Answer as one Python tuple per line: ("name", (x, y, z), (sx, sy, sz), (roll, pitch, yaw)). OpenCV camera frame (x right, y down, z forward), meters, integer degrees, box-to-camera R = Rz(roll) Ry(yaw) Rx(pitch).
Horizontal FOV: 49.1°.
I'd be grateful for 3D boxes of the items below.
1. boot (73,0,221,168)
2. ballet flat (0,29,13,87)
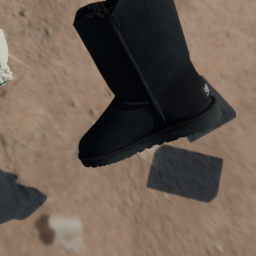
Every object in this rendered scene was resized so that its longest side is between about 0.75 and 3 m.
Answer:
("boot", (-0.158, -0.621, 3.799), (2.332, 0.891, 1.959), (-21, 109, 29))
("ballet flat", (-2.761, -1.892, 5.335), (0.863, 0.863, 2.407), (-17, 94, -4))
